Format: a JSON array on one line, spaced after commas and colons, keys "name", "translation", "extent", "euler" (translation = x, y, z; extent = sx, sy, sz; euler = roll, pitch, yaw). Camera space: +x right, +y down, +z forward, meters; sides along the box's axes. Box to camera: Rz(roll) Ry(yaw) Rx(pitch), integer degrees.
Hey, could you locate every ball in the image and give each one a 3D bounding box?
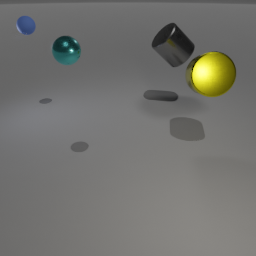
[{"name": "ball", "translation": [-3.956, -3.982, 10.874], "extent": [0.700, 0.700, 0.700], "euler": [0, 28, 0]}, {"name": "ball", "translation": [-1.501, -1.890, 6.846], "extent": [0.700, 0.700, 0.700], "euler": [0, 28, 0]}]

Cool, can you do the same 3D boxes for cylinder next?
[{"name": "cylinder", "translation": [2.690, -1.773, 9.307], "extent": [1.400, 1.400, 1.400], "euler": [2, 11, 4]}, {"name": "cylinder", "translation": [2.011, -3.689, 12.535], "extent": [1.400, 1.400, 1.400], "euler": [36, 14, -27]}]
